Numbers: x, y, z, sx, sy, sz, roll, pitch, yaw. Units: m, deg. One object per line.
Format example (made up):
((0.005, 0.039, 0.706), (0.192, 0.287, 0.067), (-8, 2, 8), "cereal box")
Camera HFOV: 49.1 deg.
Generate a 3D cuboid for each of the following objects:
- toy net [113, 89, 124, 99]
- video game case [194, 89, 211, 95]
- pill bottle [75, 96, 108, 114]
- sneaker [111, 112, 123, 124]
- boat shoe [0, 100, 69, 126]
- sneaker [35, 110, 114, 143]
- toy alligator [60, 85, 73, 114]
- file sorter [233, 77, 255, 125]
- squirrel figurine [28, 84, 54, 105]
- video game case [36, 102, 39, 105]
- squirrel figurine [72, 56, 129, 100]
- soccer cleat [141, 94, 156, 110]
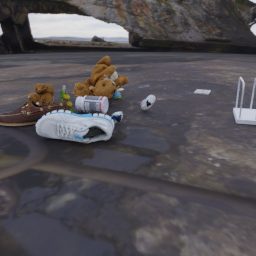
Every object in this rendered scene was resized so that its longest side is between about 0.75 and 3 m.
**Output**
((-0.760, -2.082, 17.070), (0.947, 0.349, 1.805), (-8, 15, 13), "toy net")
((4.787, -2.320, 17.993), (0.876, 0.110, 0.962), (9, 22, 23), "video game case")
((-1.750, -1.144, 13.598), (1.444, 0.837, 0.837), (6, 20, 14), "pill bottle")
((-0.403, -0.528, 11.750), (0.507, 0.439, 1.171), (-41, 9, -15), "sneaker")
((-4.062, -0.699, 12.091), (2.973, 1.045, 1.046), (-5, 21, -10), "boat shoe")
((-1.915, 0.037, 10.077), (2.882, 1.080, 1.249), (-2, 25, -5), "sneaker")
((-3.110, -1.366, 13.638), (0.445, 0.613, 1.850), (-4, 52, -30), "toy alligator")
((6.330, -1.188, 12.346), (2.866, 1.784, 1.989), (6, 21, 14), "file sorter")
((-4.471, -1.683, 14.368), (1.257, 1.347, 0.953), (7, 24, -9), "squirrel figurine")
((-5.160, -1.349, 15.284), (0.844, 0.097, 0.768), (4, 20, 10), "video game case")
((-1.562, -2.178, 15.462), (2.860, 2.024, 2.669), (-25, 33, 20), "squirrel figurine")
((0.890, -1.133, 13.513), (0.468, 1.340, 0.578), (29, 60, -5), "soccer cleat")
